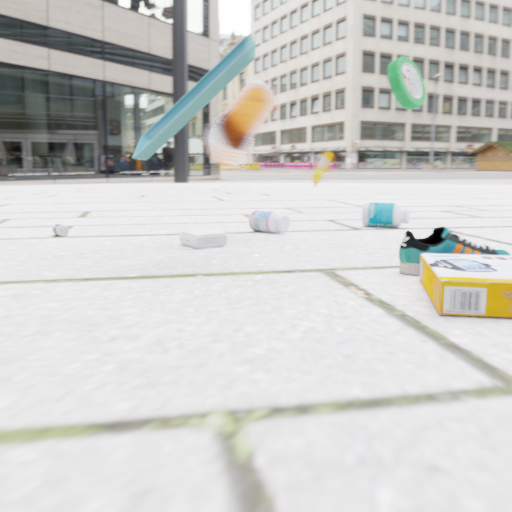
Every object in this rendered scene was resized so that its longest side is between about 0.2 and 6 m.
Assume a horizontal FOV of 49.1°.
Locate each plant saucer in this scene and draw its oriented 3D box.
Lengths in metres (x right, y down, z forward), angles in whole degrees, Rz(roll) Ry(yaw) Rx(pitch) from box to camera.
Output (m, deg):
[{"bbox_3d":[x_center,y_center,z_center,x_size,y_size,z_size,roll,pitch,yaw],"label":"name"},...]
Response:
[{"bbox_3d":[-1.062,-2.692,9.697,2.806,0.266,0.981,-38,27,23],"label":"plant saucer"}]

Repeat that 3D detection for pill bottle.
[{"bbox_3d":[3.881,-1.220,16.769,1.359,0.753,0.753,4,10,21],"label":"pill bottle"},{"bbox_3d":[0.368,-0.941,15.548,1.107,0.602,0.602,8,13,40],"label":"pill bottle"},{"bbox_3d":[-5.231,-0.689,14.922,0.319,0.319,0.561,-7,12,-35],"label":"pill bottle"}]

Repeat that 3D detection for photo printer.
[{"bbox_3d":[-1.280,-0.414,13.179,0.848,0.354,1.019,-6,12,-33],"label":"photo printer"}]

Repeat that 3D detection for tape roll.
[{"bbox_3d":[2.868,-3.282,10.643,0.236,0.980,0.980,-16,-4,43],"label":"tape roll"}]

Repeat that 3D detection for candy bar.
[{"bbox_3d":[0.999,-1.325,8.630,0.146,0.328,1.317,16,-3,0],"label":"candy bar"}]

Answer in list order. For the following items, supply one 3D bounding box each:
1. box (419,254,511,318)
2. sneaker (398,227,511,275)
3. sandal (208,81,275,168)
[{"bbox_3d":[3.298,0.359,8.219,1.542,0.537,2.590,2,7,10],"label":"box"},{"bbox_3d":[3.555,-0.101,9.911,2.064,0.825,0.737,-1,10,-7],"label":"sneaker"},{"bbox_3d":[-0.557,-2.988,13.266,0.813,1.088,2.839,-53,3,-37],"label":"sandal"}]
